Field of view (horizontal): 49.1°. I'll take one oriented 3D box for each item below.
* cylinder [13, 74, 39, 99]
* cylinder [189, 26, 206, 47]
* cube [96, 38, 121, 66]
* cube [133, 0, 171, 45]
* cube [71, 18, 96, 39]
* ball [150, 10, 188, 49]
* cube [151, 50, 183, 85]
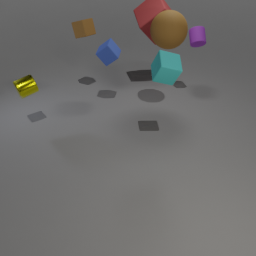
[{"bbox_3d":[-3.824,-1.552,10.485,0.700,0.700,0.700,-30,41,-20],"label":"cylinder"},{"bbox_3d":[3.080,-4.041,12.421,0.700,0.700,0.700,-4,-7,0],"label":"cylinder"},{"bbox_3d":[-0.815,-3.177,11.743,0.700,0.700,0.700,-26,33,31],"label":"cube"},{"bbox_3d":[1.314,-5.065,12.994,1.400,1.400,1.400,-31,53,25],"label":"cube"},{"bbox_3d":[-1.981,-4.479,12.578,0.700,0.700,0.700,5,28,37],"label":"cube"},{"bbox_3d":[1.540,-3.691,10.549,1.400,1.400,1.400,0,32,0],"label":"ball"},{"bbox_3d":[1.173,-1.847,8.623,0.700,0.700,0.700,9,57,-17],"label":"cube"}]
